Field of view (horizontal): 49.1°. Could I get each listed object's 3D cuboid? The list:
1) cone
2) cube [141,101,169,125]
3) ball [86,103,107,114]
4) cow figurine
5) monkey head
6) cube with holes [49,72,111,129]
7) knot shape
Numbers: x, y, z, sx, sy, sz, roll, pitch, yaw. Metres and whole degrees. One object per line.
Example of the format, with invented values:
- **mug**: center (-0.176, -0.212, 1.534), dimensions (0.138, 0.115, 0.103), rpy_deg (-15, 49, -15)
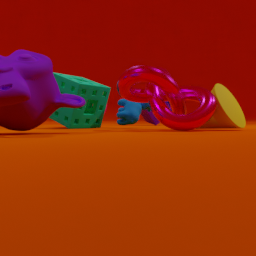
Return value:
- **cone**: center (1.637, -0.211, 5.641), dimensions (0.988, 0.984, 0.984), rpy_deg (-35, -21, 36)
- **cube**: center (0.978, -0.805, 10.603), dimensions (0.947, 0.947, 0.947), rpy_deg (-38, 20, -10)
- **ball**: center (-1.276, -0.705, 8.067), dimensions (1.342, 1.342, 1.342), rpy_deg (0, 1, 0)
- **cow figurine**: center (0.212, -0.453, 6.836), dimensions (0.938, 0.523, 0.953), rpy_deg (1, 45, 2)
- **monkey head**: center (-1.387, -0.346, 3.559), dimensions (1.689, 1.018, 1.215), rpy_deg (-14, 37, -12)
- **cube with holes**: center (-1.223, -0.643, 6.642), dimensions (1.017, 1.017, 1.017), rpy_deg (25, 16, 34)
- **knot shape**: center (0.743, -0.633, 5.338), dimensions (1.772, 0.819, 1.658), rpy_deg (27, 16, 7)
